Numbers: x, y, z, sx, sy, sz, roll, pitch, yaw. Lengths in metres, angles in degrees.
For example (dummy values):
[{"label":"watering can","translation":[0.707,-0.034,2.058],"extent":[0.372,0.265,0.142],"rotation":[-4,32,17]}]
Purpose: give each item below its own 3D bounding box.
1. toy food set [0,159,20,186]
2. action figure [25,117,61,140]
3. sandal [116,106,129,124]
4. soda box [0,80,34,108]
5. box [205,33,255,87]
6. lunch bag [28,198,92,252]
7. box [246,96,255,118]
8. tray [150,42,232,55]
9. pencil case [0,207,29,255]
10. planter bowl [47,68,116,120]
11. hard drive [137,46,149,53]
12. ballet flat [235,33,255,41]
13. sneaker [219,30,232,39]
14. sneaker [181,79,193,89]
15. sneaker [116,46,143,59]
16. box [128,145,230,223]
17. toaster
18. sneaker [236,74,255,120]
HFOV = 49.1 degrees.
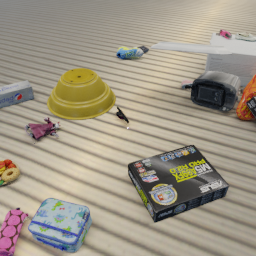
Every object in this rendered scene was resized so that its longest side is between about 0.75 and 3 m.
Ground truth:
[{"label":"toy food set","translation":[-3.697,1.290,8.141],"extent":[1.010,0.248,1.020],"rotation":[-17,42,-20]},{"label":"action figure","translation":[-2.838,0.054,9.610],"extent":[1.142,0.765,0.850],"rotation":[-18,1,-35]},{"label":"sandal","translation":[-0.264,-0.472,10.261],"extent":[0.251,0.394,1.049],"rotation":[-34,37,-1]},{"label":"soda box","translation":[-4.767,-1.295,11.126],"extent":[1.884,0.598,0.643],"rotation":[-21,43,-24]},{"label":"box","translation":[4.757,-3.132,12.710],"extent":[2.292,1.498,2.280],"rotation":[10,40,13]},{"label":"lunch bag","translation":[-1.595,2.288,6.664],"extent":[1.322,0.545,1.063],"rotation":[12,43,16]},{"label":"box","translation":[5.321,-0.646,9.919],"extent":[1.840,0.458,1.451],"rotation":[-20,72,-23]},{"label":"tray","translation":[2.242,-2.880,10.045],"extent":[2.639,0.293,1.417],"rotation":[16,23,33]},{"label":"pencil case","translation":[-2.719,2.450,6.503],"extent":[0.525,0.509,1.121],"rotation":[7,40,-4]},{"label":"planter bowl","translation":[-1.874,-1.586,11.061],"extent":[2.769,1.153,2.769],"rotation":[0,39,0]},{"label":"hard drive","translation":[0.636,-4.193,15.118],"extent":[0.893,0.189,0.602],"rotation":[-23,44,-26]},{"label":"ballet flat","translation":[5.257,-4.068,12.442],"extent":[0.922,0.320,0.320],"rotation":[12,40,14]},{"label":"sneaker","translation":[4.521,-4.272,12.741],"extent":[0.381,0.315,0.798],"rotation":[-4,38,-23]},{"label":"sneaker","translation":[2.732,-1.945,12.163],"extent":[0.864,0.325,0.451],"rotation":[-2,43,4]},{"label":"sneaker","translation":[0.041,-3.762,14.384],"extent":[1.452,0.550,0.763],"rotation":[13,51,29]},{"label":"box","translation":[1.330,1.425,7.769],"extent":[2.213,0.490,1.773],"rotation":[-14,40,-17]},{"label":"toaster","translation":[3.397,-1.522,10.997],"extent":[2.047,1.163,1.322],"rotation":[17,37,28]},{"label":"sneaker","translation":[4.911,-1.199,10.909],"extent":[1.013,1.071,2.777],"rotation":[49,61,-6]}]
